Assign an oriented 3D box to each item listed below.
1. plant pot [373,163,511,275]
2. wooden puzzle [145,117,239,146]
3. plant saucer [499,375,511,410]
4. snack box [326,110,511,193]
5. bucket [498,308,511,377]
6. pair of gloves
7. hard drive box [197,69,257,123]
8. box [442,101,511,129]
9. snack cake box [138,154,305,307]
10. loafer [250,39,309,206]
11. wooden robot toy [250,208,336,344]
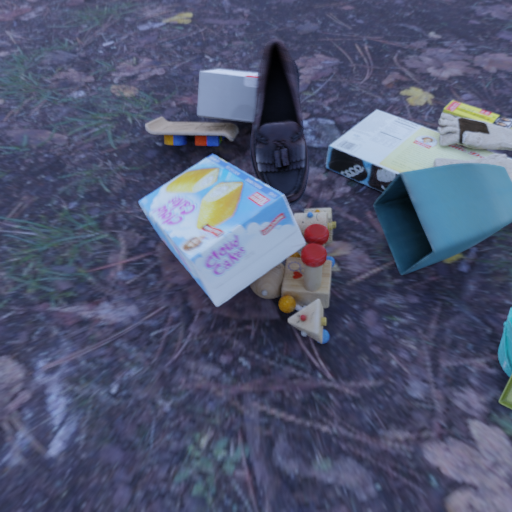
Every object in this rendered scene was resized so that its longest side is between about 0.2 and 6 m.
[{"bbox_3d":[3.221,-0.724,9.191,1.917,1.355,1.354,-16,76,-11],"label":"plant pot"},{"bbox_3d":[-1.328,-2.626,12.023,1.798,0.416,1.665,6,20,1],"label":"wooden puzzle"},{"bbox_3d":[3.680,1.869,7.579,0.568,0.136,0.569,26,93,25],"label":"plant saucer"},{"bbox_3d":[3.342,-1.814,11.293,3.342,0.620,1.942,30,51,28],"label":"snack box"},{"bbox_3d":[4.088,1.273,7.875,1.289,0.839,1.289,0,43,0],"label":"bucket"},{"bbox_3d":[4.454,-1.983,10.734,1.998,0.412,2.349,12,44,9],"label":"pair of gloves"},{"bbox_3d":[-0.140,-3.430,11.995,1.817,0.895,2.331,7,20,3],"label":"hard drive box"},{"bbox_3d":[5.065,-3.064,12.794,1.540,0.386,0.579,29,50,27],"label":"box"},{"bbox_3d":[-0.659,-0.542,8.866,1.612,0.942,2.804,-34,32,-11],"label":"snack cake box"},{"bbox_3d":[0.353,-2.354,9.795,1.049,0.919,2.919,-4,77,7],"label":"loafer"},{"bbox_3d":[0.492,0.126,8.845,1.391,1.351,3.066,-1,42,12],"label":"wooden robot toy"}]
